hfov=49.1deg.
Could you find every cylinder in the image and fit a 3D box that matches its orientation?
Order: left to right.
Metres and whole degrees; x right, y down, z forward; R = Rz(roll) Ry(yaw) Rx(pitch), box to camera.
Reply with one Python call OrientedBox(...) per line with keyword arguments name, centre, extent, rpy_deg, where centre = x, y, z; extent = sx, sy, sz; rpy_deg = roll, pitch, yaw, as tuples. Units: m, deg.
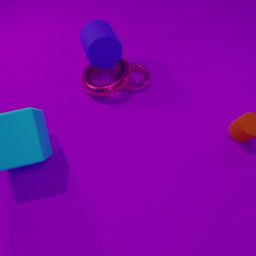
OrientedBox(name="cylinder", centre=(-0.915, -2.792, 9.361), extent=(1.194, 1.194, 1.194), rpy_deg=(-16, 49, -10))
OrientedBox(name="cylinder", centre=(3.509, -0.004, 8.344), extent=(0.728, 0.728, 0.728), rpy_deg=(3, 71, -9))

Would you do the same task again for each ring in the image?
OrientedBox(name="ring", centre=(-0.766, -1.824, 9.641), extent=(1.795, 0.359, 1.795), rpy_deg=(-7, 54, 10))
OrientedBox(name="ring", centre=(0.179, -1.822, 9.898), extent=(1.272, 0.254, 1.272), rpy_deg=(0, 57, 0))

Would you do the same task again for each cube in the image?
OrientedBox(name="cube", centre=(-2.965, 0.299, 7.519), extent=(1.383, 1.383, 1.383), rpy_deg=(-13, 92, -6))
